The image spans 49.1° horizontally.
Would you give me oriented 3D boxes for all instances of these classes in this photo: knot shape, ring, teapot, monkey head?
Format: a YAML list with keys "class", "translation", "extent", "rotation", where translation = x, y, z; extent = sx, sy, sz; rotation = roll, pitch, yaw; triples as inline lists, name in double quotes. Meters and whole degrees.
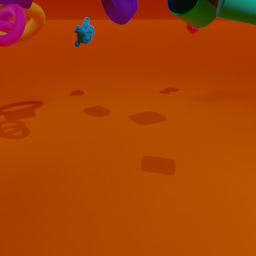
- class: "knot shape"
  translation: [-2.974, -2.283, 6.276]
  extent: [1.554, 0.718, 1.455]
  rotation: [-15, 32, -3]
- class: "ring"
  translation: [-3.404, -3.033, 8.190]
  extent: [2.005, 0.401, 2.005]
  rotation: [-23, -2, -1]
- class: "teapot"
  translation: [-0.150, -3.326, 7.317]
  extent: [0.835, 1.061, 1.706]
  rotation: [-34, 7, -13]
- class: "monkey head"
  translation: [-1.685, -3.522, 10.298]
  extent: [0.845, 1.174, 0.708]
  rotation: [15, 13, -45]

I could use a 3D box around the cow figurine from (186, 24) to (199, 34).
- class: "cow figurine"
  translation: [2.663, -3.995, 10.268]
  extent: [0.622, 1.133, 1.115]
  rotation: [47, 39, 5]

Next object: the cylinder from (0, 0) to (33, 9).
- class: "cylinder"
  translation: [-2.857, -3.449, 6.799]
  extent: [0.914, 0.914, 0.914]
  rotation: [-4, 22, -34]

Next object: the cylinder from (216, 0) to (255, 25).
- class: "cylinder"
  translation: [1.667, -1.823, 3.833]
  extent: [0.716, 0.716, 0.716]
  rotation: [14, 25, 7]

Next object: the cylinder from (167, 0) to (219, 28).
- class: "cylinder"
  translation: [1.593, -3.022, 6.766]
  extent: [0.943, 0.943, 0.943]
  rotation: [23, 11, 42]
